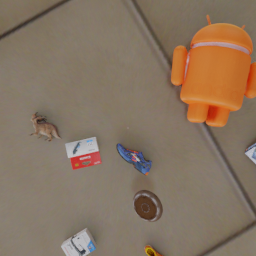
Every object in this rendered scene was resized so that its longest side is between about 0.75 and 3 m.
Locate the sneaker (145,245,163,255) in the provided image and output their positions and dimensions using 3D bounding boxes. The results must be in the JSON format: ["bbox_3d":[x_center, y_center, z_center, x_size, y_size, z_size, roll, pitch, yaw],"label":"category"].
[{"bbox_3d":[0.803,3.724,8.038,0.841,0.324,0.307,37,87,0],"label":"sneaker"}]

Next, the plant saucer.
[{"bbox_3d":[0.434,1.869,6.630,0.807,0.129,0.807,8,105,32],"label":"plant saucer"}]

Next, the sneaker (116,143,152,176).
[{"bbox_3d":[0.176,0.832,8.116,1.244,0.468,0.488,39,81,-8],"label":"sneaker"}]

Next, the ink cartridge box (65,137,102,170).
[{"bbox_3d":[-1.295,0.752,8.199,0.914,0.204,0.805,-13,87,0],"label":"ink cartridge box"}]

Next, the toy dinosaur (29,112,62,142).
[{"bbox_3d":[-2.400,-0.015,8.121,1.081,0.464,0.733,18,82,-5],"label":"toy dinosaur"}]

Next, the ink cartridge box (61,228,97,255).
[{"bbox_3d":[-1.394,3.373,8.032,0.825,0.347,0.596,-31,88,-1],"label":"ink cartridge box"}]

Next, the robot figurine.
[{"bbox_3d":[2.384,-1.491,7.531,2.052,1.664,2.853,12,92,35],"label":"robot figurine"}]

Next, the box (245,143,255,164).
[{"bbox_3d":[4.091,0.875,7.945,1.225,0.231,0.837,45,127,1],"label":"box"}]
